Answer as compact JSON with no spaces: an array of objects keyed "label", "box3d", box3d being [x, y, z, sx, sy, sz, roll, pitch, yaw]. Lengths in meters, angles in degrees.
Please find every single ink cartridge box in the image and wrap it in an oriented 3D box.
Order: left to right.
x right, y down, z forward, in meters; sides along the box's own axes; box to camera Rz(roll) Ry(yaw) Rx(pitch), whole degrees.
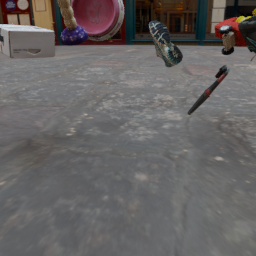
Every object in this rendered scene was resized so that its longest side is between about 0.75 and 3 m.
[{"label":"ink cartridge box","box3d":[-2.346,-1.952,6.242,0.977,0.567,1.354,-13,29,-36]}]

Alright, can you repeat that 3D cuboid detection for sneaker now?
[{"label":"sneaker","box3d":[1.204,-3.026,10.301,0.713,1.838,0.793,-30,0,-28]},{"label":"sneaker","box3d":[3.415,-2.070,6.329,0.850,0.893,2.254,-23,25,-3]}]

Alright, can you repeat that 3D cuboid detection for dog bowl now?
[{"label":"dog bowl","box3d":[-0.827,-2.972,7.147,1.435,1.435,0.529,3,15,8]}]

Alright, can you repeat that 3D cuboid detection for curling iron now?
[{"label":"curling iron","box3d":[1.588,-0.711,5.546,0.160,1.251,0.310,32,32,-1]}]

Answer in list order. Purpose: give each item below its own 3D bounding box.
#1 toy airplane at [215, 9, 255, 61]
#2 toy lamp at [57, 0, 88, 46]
[{"label":"toy airplane","box3d":[3.797,-2.733,7.624,2.255,2.265,1.598,38,63,-2]},{"label":"toy lamp","box3d":[-1.246,-2.591,4.925,0.638,2.193,0.638,-5,43,5]}]
